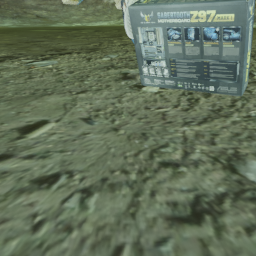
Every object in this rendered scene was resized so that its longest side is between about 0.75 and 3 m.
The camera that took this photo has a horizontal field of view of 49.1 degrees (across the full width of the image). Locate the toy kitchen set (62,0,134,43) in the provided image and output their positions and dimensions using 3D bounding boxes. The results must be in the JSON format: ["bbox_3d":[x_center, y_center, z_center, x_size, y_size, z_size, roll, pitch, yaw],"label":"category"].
[{"bbox_3d":[-0.482,-3.762,8.921,2.281,2.847,1.677,-22,8,35],"label":"toy kitchen set"}]

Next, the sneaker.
[{"bbox_3d":[0.139,-2.581,5.858,0.570,1.454,0.577,0,10,-21],"label":"sneaker"}]

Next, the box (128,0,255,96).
[{"bbox_3d":[1.071,-1.443,4.912,2.000,1.577,0.510,10,43,30],"label":"box"}]
